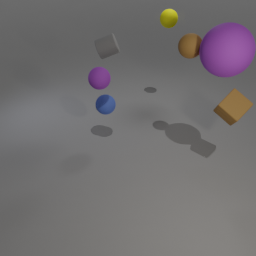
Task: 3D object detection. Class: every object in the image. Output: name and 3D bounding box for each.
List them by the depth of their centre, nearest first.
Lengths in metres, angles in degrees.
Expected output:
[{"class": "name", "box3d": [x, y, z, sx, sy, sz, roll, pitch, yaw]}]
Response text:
[{"class": "ball", "box3d": [2.612, -2.051, 7.419, 1.400, 1.400, 1.400, 0, 32, 0]}, {"class": "ball", "box3d": [1.783, -2.340, 7.994, 0.700, 0.700, 0.700, 0, 32, 0]}, {"class": "cube", "box3d": [3.048, -0.598, 8.172, 0.700, 0.700, 0.700, 44, 86, 10]}, {"class": "ball", "box3d": [-0.889, -1.541, 8.693, 0.700, 0.700, 0.700, 0, 32, 0]}, {"class": "ball", "box3d": [-0.779, -0.816, 9.742, 0.700, 0.700, 0.700, 0, 32, 0]}, {"class": "cylinder", "box3d": [-0.731, -2.888, 9.909, 0.700, 0.700, 0.700, -19, 31, 9]}, {"class": "ball", "box3d": [1.597, -4.267, 10.930, 0.700, 0.700, 0.700, 0, 32, 0]}]
